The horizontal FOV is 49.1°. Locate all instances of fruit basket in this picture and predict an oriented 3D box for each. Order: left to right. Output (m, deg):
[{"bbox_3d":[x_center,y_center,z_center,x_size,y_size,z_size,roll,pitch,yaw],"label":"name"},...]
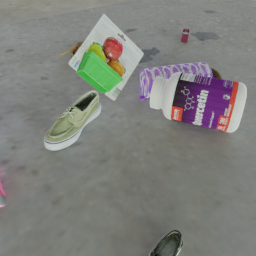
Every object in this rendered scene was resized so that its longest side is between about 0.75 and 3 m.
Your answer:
[{"bbox_3d":[-0.272,-0.940,3.796,0.406,0.802,0.866,-2,55,56],"label":"fruit basket"}]

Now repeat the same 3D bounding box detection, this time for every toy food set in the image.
[{"bbox_3d":[-1.842,-3.654,12.970,2.485,0.499,1.716,18,43,21],"label":"toy food set"}]

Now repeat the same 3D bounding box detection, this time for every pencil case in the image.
[{"bbox_3d":[1.715,-1.720,10.142,2.641,1.129,1.108,-6,40,-8],"label":"pencil case"}]

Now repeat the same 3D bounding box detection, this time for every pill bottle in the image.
[{"bbox_3d":[2.136,-0.865,8.759,2.740,1.541,1.541,13,41,15],"label":"pill bottle"}]

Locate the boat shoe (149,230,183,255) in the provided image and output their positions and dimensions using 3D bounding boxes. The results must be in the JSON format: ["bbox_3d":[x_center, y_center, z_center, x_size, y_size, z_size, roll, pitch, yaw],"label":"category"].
[{"bbox_3d":[0.621,2.571,5.475,0.522,0.416,1.380,22,44,25],"label":"boat shoe"}]

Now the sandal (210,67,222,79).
[{"bbox_3d":[3.143,-2.079,11.041,0.481,0.715,1.781,3,30,-31],"label":"sandal"}]

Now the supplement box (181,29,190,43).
[{"bbox_3d":[2.934,-4.725,14.330,0.332,0.428,0.775,9,40,11],"label":"supplement box"}]

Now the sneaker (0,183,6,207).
[{"bbox_3d":[-3.610,1.330,6.875,0.864,0.715,1.811,-27,44,-13],"label":"sneaker"}]

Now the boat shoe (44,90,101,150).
[{"bbox_3d":[-1.714,-0.326,8.694,0.920,0.793,2.557,17,42,20],"label":"boat shoe"}]

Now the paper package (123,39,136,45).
[{"bbox_3d":[-0.092,-3.864,13.309,0.736,0.400,0.773,17,42,20],"label":"paper package"}]
